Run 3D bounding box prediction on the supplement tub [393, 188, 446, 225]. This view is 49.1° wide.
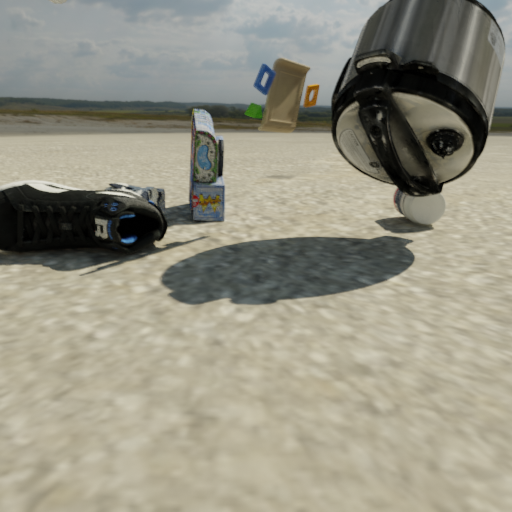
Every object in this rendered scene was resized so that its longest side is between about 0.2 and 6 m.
[{"bbox_3d":[3.571,-1.179,12.299,0.857,0.857,1.221,-1,15,-4],"label":"supplement tub"}]

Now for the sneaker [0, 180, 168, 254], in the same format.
[{"bbox_3d":[-3.140,-0.628,9.607,3.326,1.215,1.861,-9,17,-32],"label":"sneaker"}]

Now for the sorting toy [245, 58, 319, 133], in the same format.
[{"bbox_3d":[0.513,-3.209,11.301,0.343,1.419,2.521,25,20,27],"label":"sorting toy"}]

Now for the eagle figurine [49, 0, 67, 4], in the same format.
[{"bbox_3d":[-2.540,-3.556,6.633,0.714,0.717,0.946,18,-22,13],"label":"eagle figurine"}]

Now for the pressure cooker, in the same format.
[{"bbox_3d":[2.932,-2.870,10.437,2.901,3.299,2.947,22,-24,-3],"label":"pressure cooker"}]

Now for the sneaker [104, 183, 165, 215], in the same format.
[{"bbox_3d":[-2.800,-1.143,12.239,1.371,0.841,2.107,-1,15,0],"label":"sneaker"}]

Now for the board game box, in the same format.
[{"bbox_3d":[-1.137,-1.898,13.042,0.750,2.432,2.431,1,29,-10],"label":"board game box"}]
